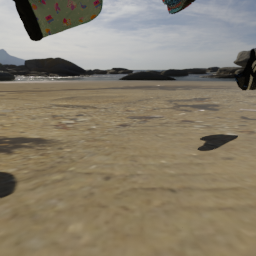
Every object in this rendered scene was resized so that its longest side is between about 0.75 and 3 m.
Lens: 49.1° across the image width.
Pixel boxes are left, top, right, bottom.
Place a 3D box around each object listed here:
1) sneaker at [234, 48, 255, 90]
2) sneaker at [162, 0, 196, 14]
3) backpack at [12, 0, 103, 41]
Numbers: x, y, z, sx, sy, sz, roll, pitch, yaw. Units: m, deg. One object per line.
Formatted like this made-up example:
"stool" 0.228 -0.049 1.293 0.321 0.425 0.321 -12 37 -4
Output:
"sneaker" 3.555 -1.758 8.413 0.704 1.259 0.460 -2 -1 13
"sneaker" 1.214 -3.958 8.001 0.792 0.954 1.997 -33 38 9
"backpack" -1.656 -3.131 6.845 2.124 1.773 1.345 -22 46 -7
